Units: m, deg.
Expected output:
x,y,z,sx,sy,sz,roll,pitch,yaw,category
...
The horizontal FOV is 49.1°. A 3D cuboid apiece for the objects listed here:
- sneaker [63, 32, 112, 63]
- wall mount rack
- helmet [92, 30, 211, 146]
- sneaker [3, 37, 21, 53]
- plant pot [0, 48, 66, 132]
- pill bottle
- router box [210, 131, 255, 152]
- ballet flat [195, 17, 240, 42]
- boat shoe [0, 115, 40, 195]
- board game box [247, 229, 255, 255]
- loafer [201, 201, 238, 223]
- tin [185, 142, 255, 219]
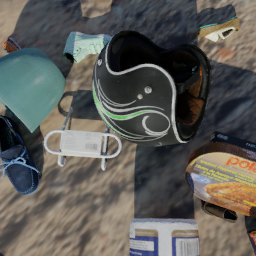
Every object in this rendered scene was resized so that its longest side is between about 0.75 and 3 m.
x,y,z,sx,sy,sz,roll,pitch,yaw,category
-1.140,-2.346,8.635,1.742,0.641,1.027,11,66,14,sneaker
-1.177,0.204,7.801,2.074,0.773,1.802,5,76,1,wall mount rack
0.438,-0.968,7.081,2.695,2.827,2.827,15,70,33,helmet
-3.663,-2.497,8.907,0.446,0.309,0.797,-43,67,-8,sneaker
-2.693,-1.158,7.550,2.038,2.038,1.636,42,74,12,plant pot
0.819,3.533,6.218,1.608,1.608,2.899,1,72,0,pill bottle
2.944,0.878,7.678,1.545,0.480,1.158,18,73,6,router box
2.937,-3.121,9.039,1.525,0.517,0.551,-19,92,-10,ballet flat
-3.171,0.732,7.556,0.978,0.798,2.325,-30,74,-9,boat shoe
4.711,3.307,6.727,2.833,0.803,2.342,-14,74,-4,board game box
2.424,2.171,7.322,0.995,0.355,0.363,19,73,6,loafer
2.920,1.333,6.953,2.982,1.670,0.624,19,39,6,tin
